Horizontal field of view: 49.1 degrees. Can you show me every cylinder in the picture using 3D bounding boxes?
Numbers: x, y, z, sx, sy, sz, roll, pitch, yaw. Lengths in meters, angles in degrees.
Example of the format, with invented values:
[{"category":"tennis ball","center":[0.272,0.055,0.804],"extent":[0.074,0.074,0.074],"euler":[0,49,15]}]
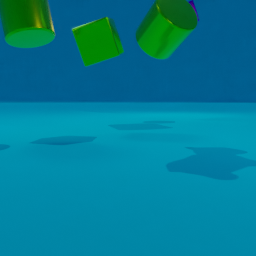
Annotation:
[{"category":"cylinder","center":[-1.668,-1.833,4.593],"extent":[0.792,0.792,0.792],"euler":[-12,-2,0]},{"category":"cylinder","center":[1.123,-3.021,8.391],"extent":[1.380,1.380,1.380],"euler":[-3,-22,-28]}]

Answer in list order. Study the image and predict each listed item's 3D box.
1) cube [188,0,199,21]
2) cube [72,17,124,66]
[{"category":"cube","center":[2.106,-4.103,10.212],"extent":[0.749,0.749,0.749],"euler":[-19,13,15]},{"category":"cube","center":[-0.558,-1.691,5.499],"extent":[0.717,0.717,0.717],"euler":[-15,16,12]}]
